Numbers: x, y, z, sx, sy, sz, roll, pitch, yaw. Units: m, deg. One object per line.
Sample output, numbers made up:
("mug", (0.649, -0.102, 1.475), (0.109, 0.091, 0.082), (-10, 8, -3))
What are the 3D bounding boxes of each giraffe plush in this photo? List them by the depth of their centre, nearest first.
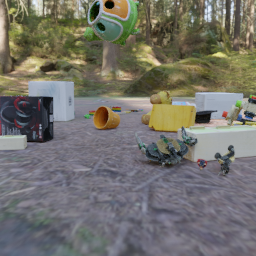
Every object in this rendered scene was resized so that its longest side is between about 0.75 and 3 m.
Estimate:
("giraffe plush", (1.508, -0.951, 12.695), (1.837, 1.490, 1.585), (-7, 11, -40))

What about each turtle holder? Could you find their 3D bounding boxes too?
("turtle holder", (-0.473, -2.688, 6.919), (1.037, 1.109, 1.460), (4, 11, -38))

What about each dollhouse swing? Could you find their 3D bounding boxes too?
("dollhouse swing", (1.835, -0.215, 11.056), (1.607, 1.461, 1.413), (3, -27, 21))

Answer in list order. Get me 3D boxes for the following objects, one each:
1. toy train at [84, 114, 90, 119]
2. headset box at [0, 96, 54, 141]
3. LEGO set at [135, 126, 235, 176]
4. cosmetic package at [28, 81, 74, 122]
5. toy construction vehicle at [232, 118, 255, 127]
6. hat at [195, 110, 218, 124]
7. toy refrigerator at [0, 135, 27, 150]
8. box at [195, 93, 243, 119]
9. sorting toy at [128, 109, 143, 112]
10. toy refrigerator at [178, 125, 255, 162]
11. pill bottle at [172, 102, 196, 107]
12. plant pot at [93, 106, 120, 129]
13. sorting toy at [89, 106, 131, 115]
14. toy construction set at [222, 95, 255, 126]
("toy train", (-2.205, -0.619, 15.116), (0.246, 0.182, 0.871), (-13, 12, -17))
("headset box", (-3.272, -0.313, 8.646), (1.823, 1.355, 0.684), (3, 5, 13))
("LEGO set", (1.086, 0.564, 5.779), (1.350, 0.589, 2.079), (-30, 42, -35))
("cosmetic package", (-3.788, -1.343, 13.921), (1.919, 1.913, 1.179), (2, 8, 11))
("toy construction vehicle", (4.431, -0.060, 9.282), (1.963, 0.691, 1.709), (3, 9, 21))
("hat", (3.440, -0.484, 12.865), (1.381, 0.557, 1.381), (-7, 4, 1))
("toy refrigerator", (-3.251, 0.377, 7.428), (1.013, 0.354, 0.385), (-2, 9, -8))
("box", (4.858, -1.240, 15.243), (2.044, 1.336, 2.033), (0, 8, 0))
("sorting toy", (0.454, -1.215, 19.302), (1.288, 0.175, 0.725), (3, 5, 21))
("toy refrigerator", (2.260, 0.302, 6.680), (2.036, 0.712, 0.773), (-3, 9, -19))
("pill bottle", (2.863, -1.000, 15.294), (1.591, 0.865, 0.865), (0, 8, 1))
("plant pot", (-0.779, -0.352, 11.104), (0.897, 0.897, 0.821), (7, -4, 42))
("sorting toy", (-0.990, -1.103, 17.396), (1.370, 0.481, 2.843), (7, 10, 39))
("toy construction set", (5.148, -0.600, 10.707), (2.919, 1.345, 1.914), (2, 9, 16))
